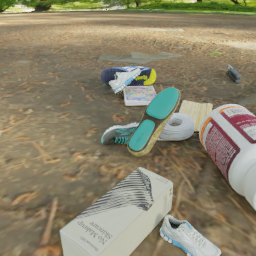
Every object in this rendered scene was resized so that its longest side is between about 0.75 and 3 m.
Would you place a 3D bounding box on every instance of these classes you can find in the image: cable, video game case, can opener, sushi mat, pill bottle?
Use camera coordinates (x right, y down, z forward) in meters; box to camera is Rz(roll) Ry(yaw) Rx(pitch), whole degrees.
[{"bbox_3d":[1.592,-0.069,9.639,1.348,0.467,1.349,3,33,16],"label":"cable"},{"bbox_3d":[0.553,-1.489,12.665,1.462,0.184,2.042,-1,27,-3],"label":"video game case"},{"bbox_3d":[5.758,-2.923,15.008,0.626,0.499,1.871,-2,30,-2],"label":"can opener"},{"bbox_3d":[2.597,-0.483,10.913,1.269,0.161,2.653,8,30,16],"label":"sushi mat"},{"bbox_3d":[3.111,0.696,7.170,1.673,1.673,2.930,-4,29,-7],"label":"pill bottle"}]

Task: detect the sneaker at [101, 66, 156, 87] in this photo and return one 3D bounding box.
[{"bbox_3d":[-0.043,-2.574,13.937,2.738,1.012,1.126,-2,25,-17],"label":"sneaker"}]

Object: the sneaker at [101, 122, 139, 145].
[{"bbox_3d":[-0.105,0.279,9.099,1.548,0.601,0.706,-17,44,-25],"label":"sneaker"}]

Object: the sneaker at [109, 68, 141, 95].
[{"bbox_3d":[-0.145,-2.299,12.573,0.776,0.672,1.792,48,59,-2],"label":"sneaker"}]

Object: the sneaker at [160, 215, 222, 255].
[{"bbox_3d":[1.236,2.187,5.621,1.319,0.571,0.494,20,33,29],"label":"sneaker"}]

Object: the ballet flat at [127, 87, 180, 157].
[{"bbox_3d":[0.804,-0.160,8.495,0.852,0.852,2.410,24,73,37],"label":"ballet flat"}]

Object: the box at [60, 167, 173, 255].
[{"bbox_3d":[-0.117,1.885,5.857,1.027,0.855,2.499,20,35,32],"label":"box"}]
